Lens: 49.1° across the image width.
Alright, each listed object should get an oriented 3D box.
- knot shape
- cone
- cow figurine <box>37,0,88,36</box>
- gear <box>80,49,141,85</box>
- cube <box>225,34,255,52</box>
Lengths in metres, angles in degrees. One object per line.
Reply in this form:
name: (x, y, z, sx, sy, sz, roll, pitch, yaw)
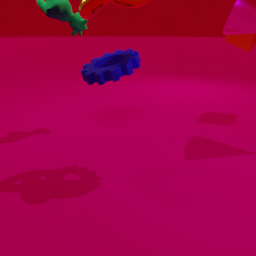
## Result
knot shape: (-0.201, -2.930, 5.450, 1.672, 1.787, 0.826, -2, -19, 12)
cone: (3.445, -2.738, 7.005, 1.500, 1.494, 1.494, 32, 30, 15)
cow figurine: (-1.794, -3.214, 7.949, 0.701, 1.257, 1.278, -36, -1, 31)
gear: (-0.349, -1.251, 5.654, 1.200, 0.222, 1.200, -14, 32, 9)
cube: (3.997, -3.356, 9.425, 0.945, 0.945, 0.945, 35, 73, 23)
